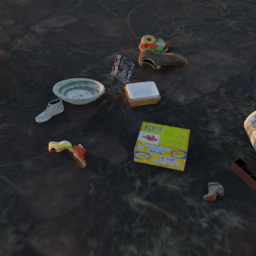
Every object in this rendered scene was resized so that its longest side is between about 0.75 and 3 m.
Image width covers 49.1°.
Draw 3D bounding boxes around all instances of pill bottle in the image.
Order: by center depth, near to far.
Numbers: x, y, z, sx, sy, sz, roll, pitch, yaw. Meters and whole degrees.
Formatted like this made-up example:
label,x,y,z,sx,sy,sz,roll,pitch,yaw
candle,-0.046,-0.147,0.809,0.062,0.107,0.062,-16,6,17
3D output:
label,x,y,z,sx,sy,sz,roll,pitch,yaw
pill bottle,5.028,0.561,9.558,1.368,1.368,2.405,-1,45,-1

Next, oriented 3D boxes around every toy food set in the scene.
label,x,y,z,sx,sy,sz,roll,pitch,yaw
toy food set,1.406,-4.437,15.085,1.585,0.389,1.601,13,47,12

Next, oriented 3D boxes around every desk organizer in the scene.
label,x,y,z,sx,sy,sz,roll,pitch,yaw
desk organizer,3.945,1.512,9.321,0.377,0.405,1.052,-24,51,-22

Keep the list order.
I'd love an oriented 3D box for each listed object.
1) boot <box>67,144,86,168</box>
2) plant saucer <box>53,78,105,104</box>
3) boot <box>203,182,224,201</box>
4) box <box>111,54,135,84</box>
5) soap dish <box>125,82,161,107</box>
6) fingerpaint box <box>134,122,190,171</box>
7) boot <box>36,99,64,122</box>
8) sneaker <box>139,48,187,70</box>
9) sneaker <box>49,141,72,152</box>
label,x,y,z,sx,sy,sz,roll,pitch,yaw
boot,-1.668,0.956,9.900,0.554,0.387,1.033,-23,49,-28
plant saucer,-2.079,-1.489,11.951,2.155,0.541,2.155,3,31,-2
boot,2.694,2.008,8.979,0.764,0.269,0.559,-5,40,-6
box,-0.183,-2.320,11.066,0.271,1.089,0.858,19,92,28
soap dish,0.609,-1.460,12.090,1.378,0.560,1.084,-8,47,-7
fingerpaint box,1.230,0.625,10.007,1.764,0.647,1.472,10,46,10
boot,-3.217,-0.757,11.375,1.267,0.606,0.466,-34,55,-29
sneaker,1.681,-3.193,13.781,2.363,0.832,0.893,15,73,11
sneaker,-2.456,0.720,10.164,0.889,0.348,0.402,-5,47,9
